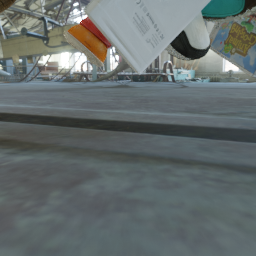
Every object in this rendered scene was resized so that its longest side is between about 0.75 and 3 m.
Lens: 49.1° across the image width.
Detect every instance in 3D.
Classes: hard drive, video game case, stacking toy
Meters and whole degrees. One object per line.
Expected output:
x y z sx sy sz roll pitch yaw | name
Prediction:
0.480 -1.836 3.814 1.289 1.954 0.261 40 5 -48 | hard drive
3.652 -3.213 8.557 0.301 2.481 2.726 6 32 -25 | video game case
-0.886 -3.493 9.728 1.746 2.389 1.746 41 5 -4 | stacking toy

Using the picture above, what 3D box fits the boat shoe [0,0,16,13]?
-2.167 -2.571 4.606 0.687 1.909 0.689 5 -22 29 | boat shoe

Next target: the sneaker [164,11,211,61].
0.679 -2.432 4.411 1.175 2.937 1.082 -11 30 44 | sneaker

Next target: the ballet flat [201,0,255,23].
2.230 -2.252 5.002 2.145 0.770 0.770 3 10 38 | ballet flat
